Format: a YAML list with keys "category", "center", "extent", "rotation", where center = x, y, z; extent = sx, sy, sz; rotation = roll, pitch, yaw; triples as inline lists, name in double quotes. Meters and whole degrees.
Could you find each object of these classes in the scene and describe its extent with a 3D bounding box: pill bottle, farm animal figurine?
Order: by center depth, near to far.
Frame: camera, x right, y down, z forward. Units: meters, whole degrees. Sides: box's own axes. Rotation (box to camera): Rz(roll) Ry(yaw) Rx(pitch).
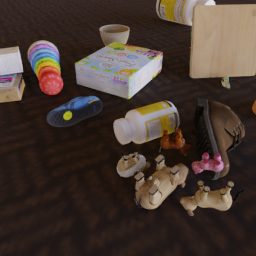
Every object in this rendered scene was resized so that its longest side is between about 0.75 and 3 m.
- category: "farm animal figurine"
  center: [0.912, 1.031, 5.415]
  extent: [1.836, 0.968, 1.857]
  rotation: [-23, 47, -11]
- category: "pill bottle"
  center: [0.453, -0.107, 6.975]
  extent: [1.522, 0.852, 0.852]
  rotation: [-17, 39, -24]
- category: "pill bottle"
  center: [3.160, -6.586, 15.375]
  extent: [1.669, 1.669, 2.998]
  rotation: [-28, 44, -33]

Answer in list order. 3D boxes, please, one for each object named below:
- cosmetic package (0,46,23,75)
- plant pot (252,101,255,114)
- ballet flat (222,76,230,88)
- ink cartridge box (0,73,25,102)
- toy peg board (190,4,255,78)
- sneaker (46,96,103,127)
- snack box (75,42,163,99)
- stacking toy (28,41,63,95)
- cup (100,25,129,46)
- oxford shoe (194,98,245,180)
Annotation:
- category: "cosmetic package"
  center: [-4.339, -2.378, 9.836]
  extent: [1.115, 0.684, 2.701]
  rotation: [-11, 23, -17]
- category: "plant pot"
  center: [4.195, -0.760, 8.019]
  extent: [1.027, 0.719, 1.027]
  rotation: [1, 35, -1]
- category: "ballet flat"
  center: [3.332, -1.540, 9.569]
  extent: [0.261, 0.261, 0.751]
  rotation: [7, 35, 10]
- category: "ink cartridge box"
  center: [-4.068, -1.266, 8.900]
  extent: [1.338, 0.502, 1.102]
  rotation: [-8, 36, -9]
- category: "toy peg board"
  center: [3.328, -3.132, 10.136]
  extent: [2.374, 2.384, 1.166]
  rotation: [-3, 20, -5]
- category: "sneaker"
  center: [-1.546, -0.508, 7.833]
  extent: [1.679, 0.553, 0.658]
  rotation: [-23, 39, -32]
- category: "snack box"
  center: [-0.244, -2.125, 9.820]
  extent: [2.114, 0.848, 2.507]
  rotation: [18, 41, 23]
- category: "stacking toy"
  center: [-2.751, -1.982, 9.454]
  extent: [1.128, 1.128, 2.642]
  rotation: [-11, 39, -15]
- category: "cup"
  center: [-0.574, -3.860, 12.192]
  extent: [1.283, 0.918, 1.283]
  rotation: [0, 35, 0]
- category: "oxford shoe"
  center: [2.183, 0.122, 6.527]
  extent: [1.191, 1.025, 2.822]
  rotation: [8, 36, 8]
